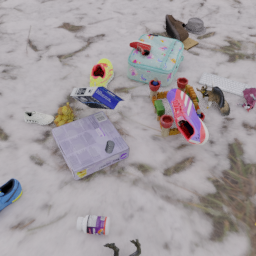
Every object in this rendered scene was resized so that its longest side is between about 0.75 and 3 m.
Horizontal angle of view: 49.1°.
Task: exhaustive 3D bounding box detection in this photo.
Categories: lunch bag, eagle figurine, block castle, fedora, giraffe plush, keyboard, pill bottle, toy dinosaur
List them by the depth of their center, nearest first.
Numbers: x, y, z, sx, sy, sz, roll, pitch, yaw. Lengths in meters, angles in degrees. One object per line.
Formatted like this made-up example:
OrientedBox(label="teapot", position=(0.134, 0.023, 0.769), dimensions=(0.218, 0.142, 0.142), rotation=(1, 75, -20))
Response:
OrientedBox(label="toy dinosaur", position=(-0.085, 3.564, 7.317), dimensions=(2.571, 0.610, 1.133), rotation=(-5, 62, -5))
OrientedBox(label="pill bottle", position=(-0.998, 2.786, 8.066), dimensions=(0.903, 0.503, 0.503), rotation=(4, 48, 4))
OrientedBox(label="giraffe plush", position=(-2.431, -0.519, 10.885), dimensions=(0.964, 0.782, 0.832), rotation=(-23, 52, -19))
OrientedBox(label="block castle", position=(1.862, -0.965, 11.012), dimensions=(1.705, 1.197, 2.552), rotation=(-6, 48, -6))
OrientedBox(label="eagle figurine", position=(3.602, -1.206, 11.473), dimensions=(1.080, 1.074, 1.423), rotation=(-23, 39, -36))
OrientedBox(label="keyboard", position=(4.660, -1.845, 12.524), dimensions=(2.865, 0.153, 0.806), rotation=(21, 51, 19))
OrientedBox(label="lunch bag", position=(1.372, -3.290, 13.177), dimensions=(2.345, 1.127, 2.924), rotation=(14, 49, 13))
OrientedBox(label="fedora", position=(3.871, -5.883, 15.913), dimensions=(1.280, 0.578, 1.132), rotation=(34, 56, 27))

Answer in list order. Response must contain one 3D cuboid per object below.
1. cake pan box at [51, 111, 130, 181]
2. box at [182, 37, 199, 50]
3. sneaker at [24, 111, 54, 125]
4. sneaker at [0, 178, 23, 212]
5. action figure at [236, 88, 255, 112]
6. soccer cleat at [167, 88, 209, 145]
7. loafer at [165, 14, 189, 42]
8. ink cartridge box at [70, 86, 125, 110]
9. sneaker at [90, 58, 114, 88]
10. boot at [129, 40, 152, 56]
OrientedBox(label="cake pan box", position=(-1.395, 0.502, 10.097), dimensions=(2.112, 0.600, 2.293), rotation=(-22, 52, -21))
OrientedBox(label="box", position=(3.045, -4.622, 15.072), dimensions=(0.966, 0.126, 1.182), rotation=(-34, 57, -27))
OrientedBox(label="sneaker", position=(-3.520, -0.424, 11.016), dimensions=(1.188, 0.481, 0.446), rotation=(3, 46, 1))
OrientedBox(label="sneaker", position=(-4.058, 2.285, 8.360), dimensions=(0.648, 0.771, 1.967), rotation=(29, 55, 21))
OrientedBox(label="action figure", position=(5.085, -1.116, 11.678), dimensions=(0.852, 0.767, 1.145), rotation=(28, 64, -25))
OrientedBox(label="soccer cleat", position=(1.957, -0.494, 9.973), dimensions=(0.907, 0.845, 2.478), rotation=(4, 51, -42))
OrientedBox(label="loafer", position=(2.644, -5.369, 15.175), dimensions=(0.886, 0.912, 2.496), rotation=(-13, 51, -1))
OrientedBox(label="ink cartridge box", position=(-1.165, -1.085, 10.203), dimensions=(2.126, 1.057, 0.417), rotation=(6, 69, 53))
OrientedBox(label="sneaker", position=(-1.168, -2.525, 12.514), dimensions=(0.937, 1.083, 2.398), rotation=(2, 46, 4))
OrientedBox(label="boot", position=(0.503, -3.506, 12.378), dimensions=(1.005, 0.364, 0.725), rotation=(11, 51, 5))
